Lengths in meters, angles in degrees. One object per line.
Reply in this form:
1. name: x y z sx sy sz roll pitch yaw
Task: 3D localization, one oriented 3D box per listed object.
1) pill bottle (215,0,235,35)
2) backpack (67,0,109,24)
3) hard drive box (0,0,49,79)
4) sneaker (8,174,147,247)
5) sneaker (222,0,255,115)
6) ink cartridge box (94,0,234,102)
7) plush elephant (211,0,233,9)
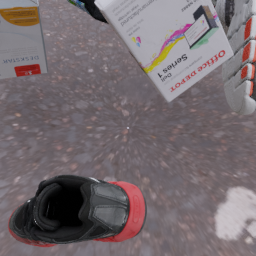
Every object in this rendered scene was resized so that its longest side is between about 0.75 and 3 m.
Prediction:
1. pill bottle: 3.010 -2.874 6.389 2.771 1.567 1.567 14 44 36
2. backpack: -0.751 -3.779 6.656 2.789 2.275 2.144 31 17 32
3. hard drive box: -2.822 -2.152 6.480 1.672 2.145 0.824 -12 65 -15
4. sneaker: -0.394 0.452 1.507 0.951 0.465 0.336 -17 61 31
5. sneaker: 2.217 -1.566 4.218 1.160 2.832 1.091 7 4 -2
6. ink cartridge box: 0.367 -0.924 2.621 0.815 1.126 0.473 -36 35 8
7. plush elephant: 1.421 -2.662 5.443 1.332 1.097 1.032 38 11 21
